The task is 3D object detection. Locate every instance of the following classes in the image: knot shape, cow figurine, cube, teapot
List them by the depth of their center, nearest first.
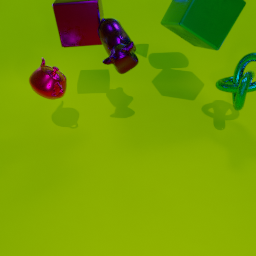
[{"bbox_3d":[-0.299,-2.112,7.022,0.866,1.578,1.553,-31,-1,14],"label":"cow figurine"},{"bbox_3d":[-2.072,-1.290,7.395,0.991,0.781,1.594,9,32,-46],"label":"teapot"},{"bbox_3d":[1.991,-3.125,7.663,1.385,1.385,1.385,24,13,-23],"label":"cube"},{"bbox_3d":[3.245,-1.354,7.685,0.743,1.504,1.607,32,29,-19],"label":"knot shape"},{"bbox_3d":[-1.340,-3.140,8.034,1.207,1.207,1.207,-4,38,2],"label":"cube"}]
